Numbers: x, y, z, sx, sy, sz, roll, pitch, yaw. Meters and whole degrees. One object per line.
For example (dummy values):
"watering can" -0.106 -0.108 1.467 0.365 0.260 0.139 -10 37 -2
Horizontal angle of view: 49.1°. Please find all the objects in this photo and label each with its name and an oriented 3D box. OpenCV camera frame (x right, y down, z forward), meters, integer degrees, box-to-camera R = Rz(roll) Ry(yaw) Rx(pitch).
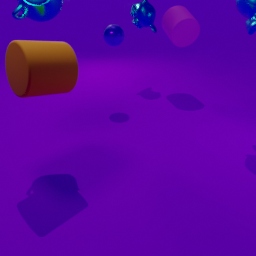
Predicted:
"ball" -0.479 -3.133 9.511 0.718 0.718 0.718 0 28 0
"cylinder" 2.010 -3.905 10.766 1.153 1.153 1.153 -7 47 -13
"monkey head" 0.745 -4.691 11.501 0.972 1.613 1.161 -2 28 35
"monkey head" 3.212 -3.081 7.146 1.158 1.382 1.921 7 62 -17
"teapot" -1.958 -2.990 6.269 1.624 1.010 0.795 -47 0 -8
"cylinder" -1.783 -1.229 5.809 1.102 1.102 1.102 -14 30 -43
